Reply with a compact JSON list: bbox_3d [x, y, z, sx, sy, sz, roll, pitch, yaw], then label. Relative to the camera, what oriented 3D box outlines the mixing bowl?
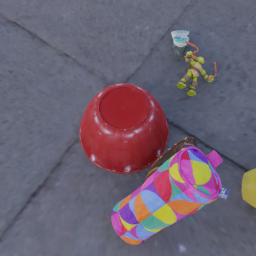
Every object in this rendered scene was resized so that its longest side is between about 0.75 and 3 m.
[{"bbox_3d":[-0.104,-0.208,7.516,2.601,1.409,2.601,0,65,-1],"label":"mixing bowl"}]

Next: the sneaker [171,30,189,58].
[{"bbox_3d":[1.676,-2.726,9.096,0.591,0.695,1.523,5,34,11],"label":"sneaker"}]

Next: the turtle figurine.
[{"bbox_3d":[1.940,-1.715,8.417,1.613,0.519,1.301,37,75,-31],"label":"turtle figurine"}]

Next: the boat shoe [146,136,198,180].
[{"bbox_3d":[1.083,0.847,6.915,0.608,1.728,0.608,33,41,-17],"label":"boat shoe"}]

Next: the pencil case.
[{"bbox_3d":[0.750,1.521,5.982,1.242,2.810,1.242,23,44,-23],"label":"pencil case"}]

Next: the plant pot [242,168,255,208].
[{"bbox_3d":[3.325,1.474,6.822,0.931,1.312,1.312,1,61,33],"label":"plant pot"}]
